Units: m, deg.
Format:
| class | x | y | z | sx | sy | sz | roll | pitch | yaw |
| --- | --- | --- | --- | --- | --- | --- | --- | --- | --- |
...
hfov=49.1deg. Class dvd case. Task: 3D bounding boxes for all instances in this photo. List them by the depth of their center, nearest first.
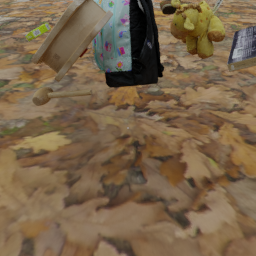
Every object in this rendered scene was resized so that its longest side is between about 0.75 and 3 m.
| class | x | y | z | sx | sy | sz | roll | pitch | yaw |
| --- | --- | --- | --- | --- | --- | --- | --- | --- | --- |
| dvd case | 3.492 | -1.904 | 5.334 | 2.907 | 0.232 | 2.161 | -10 | 28 | 30 |

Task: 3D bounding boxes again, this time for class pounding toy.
| class | x | y | z | sx | sy | sz | roll | pitch | yaw |
| --- | --- | --- | --- | --- | --- | --- | --- | --- | --- |
| pounding toy | -1.166 | -1.592 | 6.364 | 1.452 | 2.531 | 1.447 | 39 | 27 | -16 |

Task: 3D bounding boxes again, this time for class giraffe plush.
| class | x | y | z | sx | sy | sz | roll | pitch | yaw |
| --- | --- | --- | --- | --- | --- | --- | --- | --- | --- |
| giraffe plush | 1.790 | -2.870 | 7.767 | 1.379 | 1.700 | 1.467 | -7 | 34 | -36 |

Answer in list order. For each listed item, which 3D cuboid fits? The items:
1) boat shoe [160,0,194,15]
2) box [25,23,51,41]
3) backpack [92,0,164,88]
| class | x | y | z | sx | sy | sz | roll | pitch | yaw |
| --- | --- | --- | --- | --- | --- | --- | --- | --- | --- |
| boat shoe | 1.956 | -4.695 | 10.750 | 1.501 | 0.540 | 0.510 | -3 | 59 | -18 |
| box | -2.863 | -3.016 | 8.839 | 0.614 | 0.240 | 1.007 | -38 | 25 | -20 |
| backpack | -0.034 | -2.224 | 6.907 | 1.510 | 2.386 | 1.991 | -3 | 9 | 19 |
